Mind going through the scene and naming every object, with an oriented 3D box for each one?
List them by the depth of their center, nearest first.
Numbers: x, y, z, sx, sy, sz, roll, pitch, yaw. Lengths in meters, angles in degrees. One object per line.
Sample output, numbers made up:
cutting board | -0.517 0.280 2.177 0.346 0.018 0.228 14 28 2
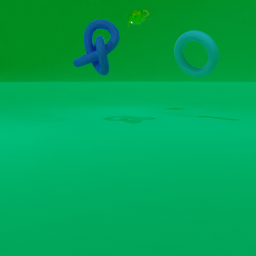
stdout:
knot shape | -1.038 -2.617 9.632 0.912 1.974 1.847 19 32 -40
ring | 2.440 -2.643 10.111 1.729 1.729 0.346 10 40 43
teapot | 0.390 -4.900 12.530 1.218 0.596 0.757 -20 5 26
